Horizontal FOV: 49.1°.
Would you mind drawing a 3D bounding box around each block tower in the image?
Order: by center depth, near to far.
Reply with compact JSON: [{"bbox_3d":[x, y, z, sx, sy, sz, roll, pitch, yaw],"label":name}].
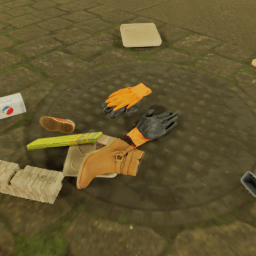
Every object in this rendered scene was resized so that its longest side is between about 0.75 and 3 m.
[{"bbox_3d":[-3.378,1.627,8.716,2.712,0.784,0.733,8,42,12],"label":"block tower"}]

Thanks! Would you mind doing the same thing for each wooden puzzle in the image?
[{"bbox_3d":[-1.203,1.058,9.633,1.842,0.426,1.706,-2,41,5],"label":"wooden puzzle"},{"bbox_3d":[0.731,-5.552,17.025,2.244,0.561,2.423,-4,46,-4],"label":"wooden puzzle"}]

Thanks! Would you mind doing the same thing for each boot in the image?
[{"bbox_3d":[-0.515,1.227,8.718,1.605,0.793,2.067,22,50,11],"label":"boot"},{"bbox_3d":[-2.690,-0.158,10.775,1.323,0.496,0.709,16,14,-4],"label":"boot"}]

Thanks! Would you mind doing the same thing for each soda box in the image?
[{"bbox_3d":[-5.302,-0.799,11.544,1.947,0.620,0.663,-18,45,-19],"label":"soda box"}]

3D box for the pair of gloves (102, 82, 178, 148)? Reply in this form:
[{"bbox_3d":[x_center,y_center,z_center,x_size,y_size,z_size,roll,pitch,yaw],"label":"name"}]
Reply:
[{"bbox_3d":[0.479,-0.653,11.190,2.492,0.346,2.797,-30,62,-26],"label":"pair of gloves"}]

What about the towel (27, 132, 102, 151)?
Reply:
[{"bbox_3d":[-2.177,0.458,9.867,2.486,0.224,1.070,-6,10,7],"label":"towel"}]

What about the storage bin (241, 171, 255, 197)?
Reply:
[{"bbox_3d":[4.014,1.781,8.769,0.511,0.554,0.761,8,33,-35],"label":"storage bin"}]

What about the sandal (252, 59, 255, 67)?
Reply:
[{"bbox_3d":[7.696,-3.715,14.757,2.216,0.729,0.813,-7,42,-8],"label":"sandal"}]
